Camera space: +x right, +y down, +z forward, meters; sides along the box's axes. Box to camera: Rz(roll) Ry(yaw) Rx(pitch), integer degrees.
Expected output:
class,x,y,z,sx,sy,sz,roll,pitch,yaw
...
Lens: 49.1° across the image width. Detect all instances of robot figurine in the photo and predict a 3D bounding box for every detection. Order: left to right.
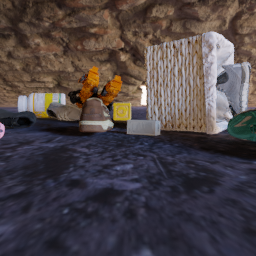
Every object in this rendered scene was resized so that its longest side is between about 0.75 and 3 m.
class,x,y,z,sx,sy,sz,roll,pitch,yaw
robot figurine,-1.021,-1.078,8.797,1.505,0.604,2.076,20,-24,-18

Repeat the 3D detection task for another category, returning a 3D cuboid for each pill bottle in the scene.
class,x,y,z,sx,sy,sz,roll,pitch,yaw
pill bottle,-4.846,-1.280,15.886,2.490,1.404,1.404,0,6,-11

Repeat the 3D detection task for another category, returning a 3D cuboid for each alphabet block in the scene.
class,x,y,z,sx,sy,sz,roll,pitch,yaw
alphabet block,-0.278,-0.844,14.122,0.871,0.876,0.892,-1,6,4

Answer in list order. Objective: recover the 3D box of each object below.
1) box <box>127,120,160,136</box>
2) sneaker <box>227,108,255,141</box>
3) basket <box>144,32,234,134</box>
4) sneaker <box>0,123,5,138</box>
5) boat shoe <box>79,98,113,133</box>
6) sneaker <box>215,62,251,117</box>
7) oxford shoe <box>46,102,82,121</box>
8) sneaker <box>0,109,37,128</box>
class,x,y,z,sx,sy,sz,roll,pitch,yaw
box,0.440,-0.018,8.003,0.905,0.430,0.352,4,4,28
sneaker,3.145,0.016,6.137,2.075,0.804,0.826,6,16,44
basket,2.138,-1.411,9.334,2.345,2.916,2.890,2,8,31
sneaker,-3.740,0.021,5.960,2.609,0.915,1.070,9,1,33
boat shoe,-0.921,-0.414,8.466,1.001,1.003,2.711,0,2,-6
sneaker,3.323,-1.070,9.312,1.259,2.180,0.818,5,15,20
oxford shoe,-2.959,-0.675,13.554,2.574,0.968,0.743,12,52,30
sneaker,-4.151,-0.288,9.857,1.796,0.682,0.815,-6,17,-17
